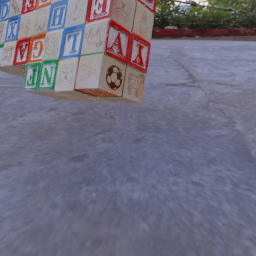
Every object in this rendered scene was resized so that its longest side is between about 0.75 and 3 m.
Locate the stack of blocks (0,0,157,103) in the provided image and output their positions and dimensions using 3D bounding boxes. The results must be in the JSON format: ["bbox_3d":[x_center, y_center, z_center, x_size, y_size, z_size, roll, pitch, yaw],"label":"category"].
[{"bbox_3d":[-0.702,-0.870,2.934,1.936,1.115,0.567,7,-3,40],"label":"stack of blocks"}]
